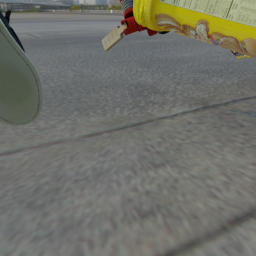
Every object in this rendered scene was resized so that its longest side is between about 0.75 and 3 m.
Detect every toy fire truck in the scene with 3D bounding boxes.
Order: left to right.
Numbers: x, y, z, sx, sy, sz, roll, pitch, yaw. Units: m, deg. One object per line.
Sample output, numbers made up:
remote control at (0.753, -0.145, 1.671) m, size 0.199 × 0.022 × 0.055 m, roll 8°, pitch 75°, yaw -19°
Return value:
toy fire truck at (0.066, -3.775, 9.288) m, size 2.402 × 1.546 × 2.115 m, roll -18°, pitch 68°, yaw 5°

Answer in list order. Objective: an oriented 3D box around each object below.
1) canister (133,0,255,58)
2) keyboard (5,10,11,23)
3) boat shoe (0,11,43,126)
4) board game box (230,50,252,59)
canister at (1.906, -2.218, 5.384) m, size 2.955 × 1.279 × 2.194 m, roll 27°, pitch 29°, yaw 24°
keyboard at (-2.964, -2.710, 6.226) m, size 0.193 × 1.191 × 1.875 m, roll -20°, pitch 60°, yaw 10°
boat shoe at (-1.341, -0.732, 2.707) m, size 0.646 × 1.730 × 0.574 m, roll -27°, pitch 52°, yaw -6°
board game box at (3.776, -2.836, 9.363) m, size 1.076 × 0.369 × 1.302 m, roll 41°, pitch 4°, yaw -11°
